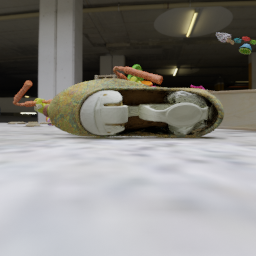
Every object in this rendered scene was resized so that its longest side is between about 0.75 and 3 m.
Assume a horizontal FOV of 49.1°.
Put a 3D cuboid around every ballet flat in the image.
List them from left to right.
[{"bbox_3d":[0.103,-0.180,3.080,1.986,0.702,0.702,0,1,-6],"label":"ballet flat"}]

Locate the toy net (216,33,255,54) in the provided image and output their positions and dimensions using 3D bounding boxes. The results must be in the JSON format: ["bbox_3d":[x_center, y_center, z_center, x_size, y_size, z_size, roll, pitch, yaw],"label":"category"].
[{"bbox_3d":[3.196,-2.576,8.374,1.200,0.232,0.629,19,-3,-1],"label":"toy net"}]

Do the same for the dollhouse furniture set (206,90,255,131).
[{"bbox_3d":[2.976,-0.668,6.226,2.811,1.457,1.244,-1,3,-44],"label":"dollhouse furniture set"}]

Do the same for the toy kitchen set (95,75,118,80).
[{"bbox_3d":[-2.057,-1.468,13.241,2.311,2.556,2.833,1,-6,20],"label":"toy kitchen set"}]

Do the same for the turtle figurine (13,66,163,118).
[{"bbox_3d":[-0.366,-0.253,4.093,2.178,0.701,1.756,-8,-10,22],"label":"turtle figurine"}]

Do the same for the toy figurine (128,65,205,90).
[{"bbox_3d":[1.177,-0.680,8.266,2.431,1.983,2.641,10,26,16],"label":"toy figurine"}]

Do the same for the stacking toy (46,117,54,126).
[{"bbox_3d":[-3.584,-0.329,13.279,0.635,0.671,1.157,-4,16,-14],"label":"stacking toy"}]

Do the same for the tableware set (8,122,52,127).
[{"bbox_3d":[-3.637,-0.137,10.698,1.353,0.188,1.620,0,1,28],"label":"tableware set"}]
